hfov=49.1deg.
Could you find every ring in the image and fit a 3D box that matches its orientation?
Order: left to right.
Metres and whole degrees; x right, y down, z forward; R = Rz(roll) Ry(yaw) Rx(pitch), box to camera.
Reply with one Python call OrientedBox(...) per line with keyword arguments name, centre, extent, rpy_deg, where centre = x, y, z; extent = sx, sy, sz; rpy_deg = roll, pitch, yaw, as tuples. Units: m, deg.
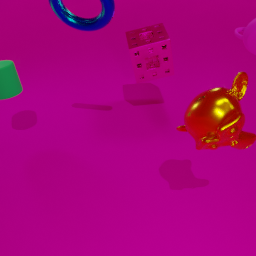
OrientedBox(name="ring", centre=(-1.035, -2.784, 6.227), extent=(1.516, 1.516, 0.303), rpy_deg=(6, 61, 8))

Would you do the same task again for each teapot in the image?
OrientedBox(name="teapot", centre=(3.348, -2.230, 6.586), extent=(1.655, 1.029, 0.810), rpy_deg=(13, 57, 31))

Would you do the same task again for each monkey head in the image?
OrientedBox(name="monkey head", centre=(1.593, -0.126, 4.805), extent=(1.175, 1.633, 0.984), rpy_deg=(16, 47, -29))

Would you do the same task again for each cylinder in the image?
OrientedBox(name="cylinder", centre=(-3.341, -1.283, 7.467), extent=(0.815, 0.815, 0.815), rpy_deg=(-6, 31, 4))

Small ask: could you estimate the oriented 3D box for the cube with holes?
OrientedBox(name="cube with holes", centre=(0.689, -2.385, 8.938), extent=(1.230, 1.230, 1.230), rpy_deg=(-13, 42, 4))
